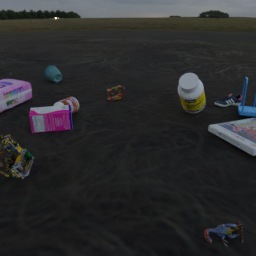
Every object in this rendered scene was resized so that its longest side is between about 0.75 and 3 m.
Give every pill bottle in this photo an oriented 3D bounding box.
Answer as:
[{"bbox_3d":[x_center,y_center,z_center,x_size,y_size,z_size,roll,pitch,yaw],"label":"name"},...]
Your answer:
[{"bbox_3d":[2.721,-1.502,12.016,1.069,1.921,1.069,-9,63,17],"label":"pill bottle"},{"bbox_3d":[-2.777,-0.857,12.182,0.716,0.716,1.276,13,28,26],"label":"pill bottle"}]

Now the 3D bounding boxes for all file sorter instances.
[{"bbox_3d":[6.075,-1.263,11.770,2.499,1.533,1.734,8,14,18],"label":"file sorter"}]

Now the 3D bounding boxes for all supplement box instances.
[{"bbox_3d":[-3.012,-0.373,11.025,1.557,0.805,0.788,-4,26,-12],"label":"supplement box"}]

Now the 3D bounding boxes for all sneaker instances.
[{"bbox_3d":[4.840,-1.389,13.500,1.375,0.581,0.515,-6,26,-13],"label":"sneaker"}]

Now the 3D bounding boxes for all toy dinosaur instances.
[{"bbox_3d":[2.052,2.271,6.038,0.798,0.462,0.879,-2,-10,17],"label":"toy dinosaur"}]

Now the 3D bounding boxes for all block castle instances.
[{"bbox_3d":[-0.598,-1.749,14.216,0.449,0.639,0.957,22,34,37],"label":"block castle"}]

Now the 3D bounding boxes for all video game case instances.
[{"bbox_3d":[4.723,0.196,10.181,2.627,0.302,2.394,-8,22,-19],"label":"video game case"}]

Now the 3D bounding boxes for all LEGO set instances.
[{"bbox_3d":[-3.267,0.902,7.521,1.085,1.411,0.818,-16,36,8],"label":"LEGO set"}]

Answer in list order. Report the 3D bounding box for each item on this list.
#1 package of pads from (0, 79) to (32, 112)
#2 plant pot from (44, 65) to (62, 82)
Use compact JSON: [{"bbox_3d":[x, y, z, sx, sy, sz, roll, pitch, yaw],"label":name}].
[{"bbox_3d":[-6.075,-1.513,13.206,1.677,1.053,2.783,6,25,19],"label":"package of pads"},{"bbox_3d":[-4.556,-3.272,17.340,0.919,0.919,0.864,-21,47,-38],"label":"plant pot"}]
